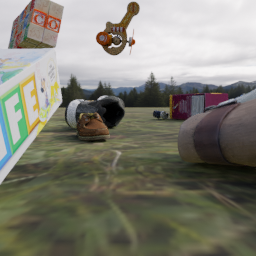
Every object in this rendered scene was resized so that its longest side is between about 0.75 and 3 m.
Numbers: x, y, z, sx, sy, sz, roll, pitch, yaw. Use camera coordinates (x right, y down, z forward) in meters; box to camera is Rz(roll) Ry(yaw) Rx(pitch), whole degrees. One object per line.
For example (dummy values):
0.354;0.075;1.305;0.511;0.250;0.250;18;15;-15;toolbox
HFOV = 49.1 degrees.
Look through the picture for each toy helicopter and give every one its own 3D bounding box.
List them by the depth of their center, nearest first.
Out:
-0.129;-3.230;9.216;1.234;1.865;0.736;33;9;0;toy helicopter

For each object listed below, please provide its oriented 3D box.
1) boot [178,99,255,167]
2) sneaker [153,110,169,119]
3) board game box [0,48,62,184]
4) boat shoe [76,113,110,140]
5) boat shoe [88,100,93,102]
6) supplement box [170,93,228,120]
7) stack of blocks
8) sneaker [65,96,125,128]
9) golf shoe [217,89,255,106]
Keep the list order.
1.330;0.089;2.415;1.829;0.879;2.501;-5;2;27;boot
1.305;-0.573;11.798;0.639;0.336;0.885;14;0;23;sneaker
-1.920;-0.025;1.483;2.680;0.459;1.802;0;26;3;board game box
-0.721;-0.049;5.231;0.501;0.473;1.392;-2;5;-25;boat shoe
-1.572;-0.689;10.911;0.792;0.773;2.094;-2;5;-17;boat shoe
2.827;-0.873;11.444;1.337;1.054;2.042;-3;6;-32;supplement box
-2.806;-2.580;8.128;0.766;1.506;2.615;12;-4;-34;stack of blocks
-0.512;-0.420;7.733;1.186;0.871;2.621;5;10;24;sneaker
2.326;-0.197;5.786;1.293;1.042;2.661;-17;-3;9;golf shoe
